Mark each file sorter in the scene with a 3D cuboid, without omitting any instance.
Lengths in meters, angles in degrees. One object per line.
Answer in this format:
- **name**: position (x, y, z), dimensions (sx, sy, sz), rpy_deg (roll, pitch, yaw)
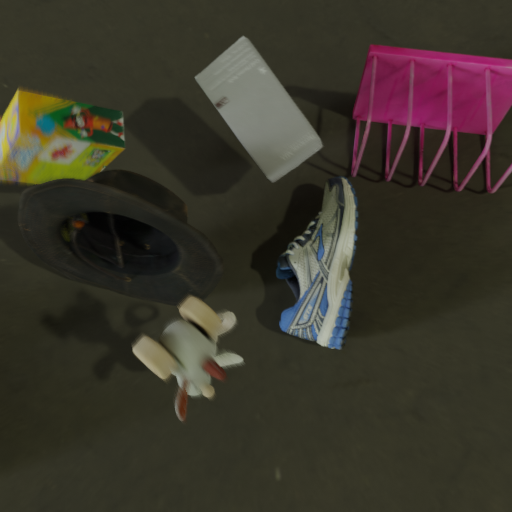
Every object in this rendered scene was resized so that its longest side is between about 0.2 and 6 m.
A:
- **file sorter**: position (2.629, -1.897, 8.274), dimensions (2.279, 1.584, 1.429), rpy_deg (8, 68, 3)

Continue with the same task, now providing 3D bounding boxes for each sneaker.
- **sneaker**: position (0.823, -0.030, 7.741), dimensions (1.081, 0.977, 2.537), rpy_deg (6, 64, 7)

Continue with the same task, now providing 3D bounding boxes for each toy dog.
- **toy dog**: position (-0.522, 1.073, 5.436), dimensions (0.781, 1.622, 1.069), rpy_deg (39, 89, 22)

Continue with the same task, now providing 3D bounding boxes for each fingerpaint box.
- **fingerpaint box**: position (-2.602, -1.434, 7.220), dimensions (1.279, 1.533, 0.562), rpy_deg (2, 75, -36)

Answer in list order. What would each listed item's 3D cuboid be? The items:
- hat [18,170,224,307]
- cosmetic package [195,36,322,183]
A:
- **hat**: position (-1.600, -0.399, 7.183), dimensions (2.620, 2.620, 1.057), rpy_deg (12, 54, 5)
- **cosmetic package**: position (0.055, -1.849, 7.279), dimensions (0.872, 0.736, 1.632), rpy_deg (-38, 84, 8)
